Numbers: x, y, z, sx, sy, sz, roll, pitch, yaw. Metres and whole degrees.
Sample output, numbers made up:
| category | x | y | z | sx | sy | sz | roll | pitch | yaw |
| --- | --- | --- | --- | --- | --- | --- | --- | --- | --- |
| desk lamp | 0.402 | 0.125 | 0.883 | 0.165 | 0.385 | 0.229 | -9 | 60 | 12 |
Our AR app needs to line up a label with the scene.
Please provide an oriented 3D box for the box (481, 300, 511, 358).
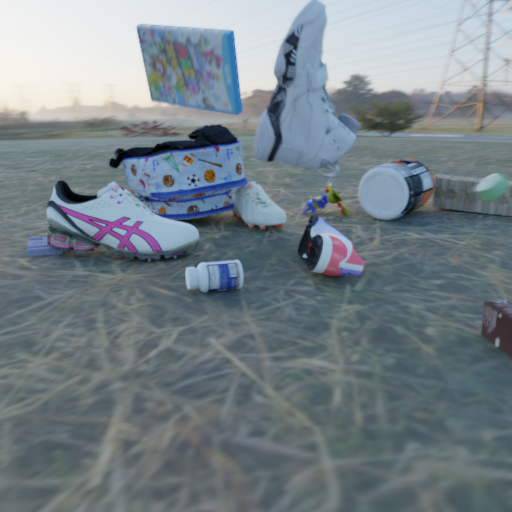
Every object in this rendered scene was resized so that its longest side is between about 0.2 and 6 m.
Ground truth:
| category | x | y | z | sx | sy | sz | roll | pitch | yaw |
| --- | --- | --- | --- | --- | --- | --- | --- | --- | --- |
| box | 3.280 | 0.963 | 7.114 | 0.374 | 0.500 | 0.999 | -3 | 15 | -9 |

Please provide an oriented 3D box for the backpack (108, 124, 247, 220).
| category | x | y | z | sx | sy | sz | roll | pitch | yaw |
| --- | --- | --- | --- | --- | --- | --- | --- | --- | --- |
| backpack | -1.722 | -2.086 | 14.403 | 3.071 | 2.366 | 2.925 | -23 | 11 | -32 |

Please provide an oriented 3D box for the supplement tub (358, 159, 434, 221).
| category | x | y | z | sx | sy | sz | roll | pitch | yaw |
| --- | --- | --- | --- | --- | --- | --- | --- | --- | --- |
| supplement tub | 3.960 | -1.886 | 15.504 | 1.495 | 1.495 | 2.440 | 10 | 19 | 33 |

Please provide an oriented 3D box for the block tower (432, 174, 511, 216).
| category | x | y | z | sx | sy | sz | roll | pitch | yaw |
| --- | --- | --- | --- | --- | --- | --- | --- | --- | --- |
| block tower | 6.627 | -1.678 | 15.754 | 3.320 | 0.897 | 0.960 | 10 | 17 | 28 |

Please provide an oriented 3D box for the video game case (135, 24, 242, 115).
| category | x | y | z | sx | sy | sz | roll | pitch | yaw |
| --- | --- | --- | --- | --- | --- | --- | --- | --- | --- |
| video game case | -1.098 | -3.052 | 9.153 | 1.829 | 1.309 | 0.163 | 15 | 42 | 26 |

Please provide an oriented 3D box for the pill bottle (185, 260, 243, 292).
| category | x | y | z | sx | sy | sz | roll | pitch | yaw |
| --- | --- | --- | --- | --- | --- | --- | --- | --- | --- |
| pill bottle | -0.702 | 0.345 | 9.325 | 0.896 | 0.497 | 0.497 | -4 | 16 | -17 |

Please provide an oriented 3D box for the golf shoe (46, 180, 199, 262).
| category | x | y | z | sx | sy | sz | roll | pitch | yaw |
| --- | --- | --- | --- | --- | --- | --- | --- | --- | --- |
| golf shoe | -2.704 | -0.718 | 11.303 | 3.171 | 1.460 | 1.151 | 7 | 16 | 2 |

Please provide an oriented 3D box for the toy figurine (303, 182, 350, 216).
| category | x | y | z | sx | sy | sz | roll | pitch | yaw |
| --- | --- | --- | --- | --- | --- | --- | --- | --- | --- |
| toy figurine | 1.836 | -1.344 | 15.562 | 1.091 | 0.960 | 1.821 | -28 | 11 | 6 |

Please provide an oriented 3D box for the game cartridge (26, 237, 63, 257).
| category | x | y | z | sx | sy | sz | roll | pitch | yaw |
| --- | --- | --- | --- | --- | --- | --- | --- | --- | --- |
| game cartridge | -4.500 | -0.234 | 12.014 | 0.746 | 0.221 | 1.151 | -9 | 17 | -16 |

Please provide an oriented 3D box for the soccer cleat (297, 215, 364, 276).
| category | x | y | z | sx | sy | sz | roll | pitch | yaw |
| --- | --- | --- | --- | --- | --- | --- | --- | --- | --- |
| soccer cleat | 1.396 | -0.161 | 10.864 | 0.924 | 0.862 | 2.526 | 17 | 13 | -6 |

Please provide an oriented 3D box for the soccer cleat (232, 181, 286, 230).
| category | x | y | z | sx | sy | sz | roll | pitch | yaw |
| --- | --- | --- | --- | --- | --- | --- | --- | --- | --- |
| soccer cleat | -0.043 | -1.357 | 14.441 | 0.938 | 1.051 | 2.708 | -6 | 17 | -22 |

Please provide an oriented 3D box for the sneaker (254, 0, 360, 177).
| category | x | y | z | sx | sy | sz | roll | pitch | yaw |
| --- | --- | --- | --- | --- | --- | --- | --- | --- | --- |
| sneaker | 1.363 | -3.413 | 12.086 | 2.110 | 3.672 | 1.380 | 22 | 38 | 5 |

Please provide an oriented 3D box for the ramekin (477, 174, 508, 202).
| category | x | y | z | sx | sy | sz | roll | pitch | yaw |
| --- | --- | --- | --- | --- | --- | --- | --- | --- | --- |
| ramekin | 4.817 | -1.413 | 11.461 | 0.279 | 0.571 | 0.571 | 43 | 10 | -12 |
